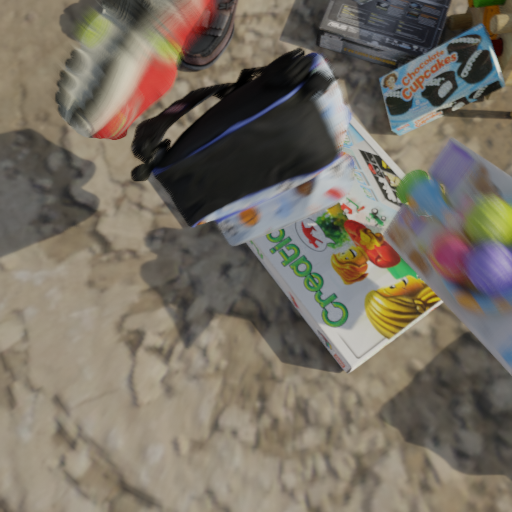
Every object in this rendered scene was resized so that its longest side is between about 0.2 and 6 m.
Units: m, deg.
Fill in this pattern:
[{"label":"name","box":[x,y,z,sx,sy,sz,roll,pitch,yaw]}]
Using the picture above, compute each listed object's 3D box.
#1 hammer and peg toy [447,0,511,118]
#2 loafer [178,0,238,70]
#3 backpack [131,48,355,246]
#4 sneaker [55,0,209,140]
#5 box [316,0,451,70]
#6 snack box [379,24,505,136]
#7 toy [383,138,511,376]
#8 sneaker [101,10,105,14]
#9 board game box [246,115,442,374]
[{"label":"hammer and peg toy","box":[4.084,-3.580,9.391,0.963,2.008,2.730,-6,69,1]},{"label":"loafer","box":[-0.772,-4.884,10.352,1.072,0.940,2.984,18,72,6]},{"label":"backpack","box":[0.132,-1.340,6.396,2.318,1.786,2.208,-17,32,25]},{"label":"sneaker","box":[-1.125,-2.279,5.882,0.942,1.038,2.445,43,100,17]},{"label":"box","box":[2.387,-4.415,10.414,2.141,0.517,1.695,19,72,6]},{"label":"snack box","box":[3.073,-2.928,9.446,1.872,0.347,1.087,-22,66,34]},{"label":"toy","box":[2.512,-0.207,6.650,0.680,1.658,2.880,19,25,-30]},{"label":"sneaker","box":[-1.967,-4.706,10.385,0.915,0.830,2.154,41,76,8]},{"label":"board game box","box":[1.211,-0.602,8.998,2.634,0.722,4.172,-35,75,-10]}]
